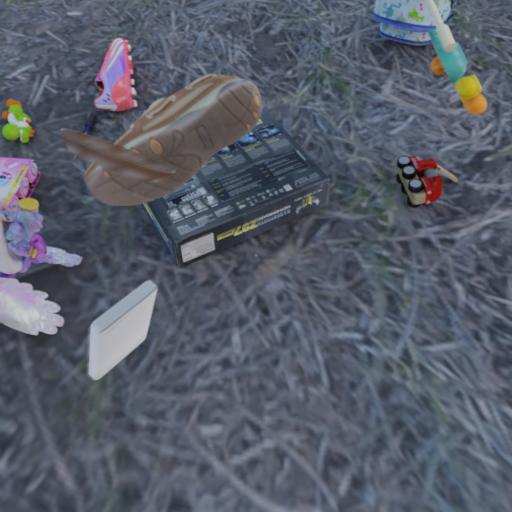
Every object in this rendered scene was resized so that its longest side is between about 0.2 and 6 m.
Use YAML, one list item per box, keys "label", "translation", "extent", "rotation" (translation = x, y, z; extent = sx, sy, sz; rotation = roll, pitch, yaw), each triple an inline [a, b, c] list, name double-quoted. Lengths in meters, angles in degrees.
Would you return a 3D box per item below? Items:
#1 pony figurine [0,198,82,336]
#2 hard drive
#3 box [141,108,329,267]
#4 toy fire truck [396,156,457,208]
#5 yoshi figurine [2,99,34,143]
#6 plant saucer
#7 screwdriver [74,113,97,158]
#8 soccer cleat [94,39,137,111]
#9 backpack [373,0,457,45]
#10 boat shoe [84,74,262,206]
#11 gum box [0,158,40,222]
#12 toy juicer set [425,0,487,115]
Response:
- label: "pony figurine"
  translation: [-4.292, 0.053, 9.575]
  extent: [2.325, 2.408, 2.005]
  rotation: [12, 42, -10]
- label: "hard drive"
  translation: [-1.487, 0.845, 6.190]
  extent: [0.163, 1.218, 0.804]
  rotation: [40, 54, 12]
- label: "box"
  translation: [-0.628, -1.527, 11.476]
  extent: [3.396, 0.866, 2.678]
  rotation: [-24, 56, -18]
- label: "toy fire truck"
  translation: [3.667, -1.594, 11.716]
  extent: [1.244, 0.800, 1.095]
  rotation: [-13, 51, 2]
- label: "yoshi figurine"
  translation: [-5.627, -3.068, 12.935]
  extent: [0.679, 0.682, 1.213]
  rotation: [-31, 58, -4]
- label: "plant saucer"
  translation: [-1.700, -1.198, 6.844]
  extent: [1.416, 0.227, 1.416]
  rotation: [22, 10, -4]
- label: "screwdriver"
  translation: [-3.976, -2.759, 12.920]
  extent: [0.232, 0.222, 1.594]
  rotation: [-14, 45, 29]
- label: "soccer cleat"
  translation: [-3.575, -4.582, 13.992]
  extent: [1.002, 0.874, 2.620]
  rotation: [-7, 55, -11]
- label: "backpack"
  translation: [4.203, -6.590, 14.996]
  extent: [2.008, 1.612, 2.194]
  rotation: [24, 38, 23]
- label: "boat shoe"
  translation: [-1.461, -2.023, 9.549]
  extent: [3.282, 1.243, 1.178]
  rotation: [-33, 49, -13]
- label: "gum box"
  translation: [-5.176, -1.419, 11.624]
  extent: [0.851, 0.496, 1.499]
  rotation: [4, 51, 5]
- label: "toy juicer set"
  translation: [3.456, -3.370, 10.026]
  extent: [0.591, 2.174, 1.383]
  rotation: [-25, 38, 28]
